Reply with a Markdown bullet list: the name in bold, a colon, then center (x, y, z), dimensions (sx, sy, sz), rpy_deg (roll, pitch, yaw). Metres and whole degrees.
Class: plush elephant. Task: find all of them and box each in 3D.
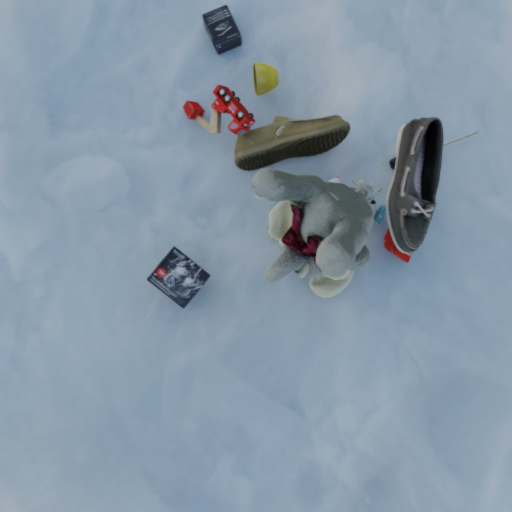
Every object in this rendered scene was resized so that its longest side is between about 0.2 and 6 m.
- **plush elephant**: center (0.952, -0.285, 9.860), dimensions (2.209, 2.682, 2.076), rpy_deg (46, 129, 16)

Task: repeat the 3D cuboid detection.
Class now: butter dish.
- **butter dish**: center (2.656, -0.298, 10.630), dimensions (0.519, 0.701, 0.703), rpy_deg (9, 77, 47)

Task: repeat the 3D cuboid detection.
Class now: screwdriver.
- **screwdriver**: center (3.480, -2.137, 10.938), dimensions (1.886, 0.263, 0.274), rpy_deg (-25, 114, 0)

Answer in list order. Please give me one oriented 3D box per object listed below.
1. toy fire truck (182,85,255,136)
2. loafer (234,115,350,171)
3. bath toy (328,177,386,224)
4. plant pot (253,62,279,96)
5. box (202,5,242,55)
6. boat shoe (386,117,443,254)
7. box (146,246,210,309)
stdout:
- **toy fire truck**: center (-0.716, -2.673, 10.625), dimensions (0.975, 0.337, 1.383), rpy_deg (-47, 68, 29)
- **loafer**: center (0.636, -2.305, 10.650), dimensions (2.299, 0.874, 0.775), rpy_deg (-14, 73, -1)
- **bath toy**: center (1.856, -1.075, 10.636), dimensions (1.295, 0.563, 0.478), rpy_deg (28, 60, -8)
- **plant pot**: center (0.194, -3.429, 10.803), dimensions (0.444, 0.626, 0.626), rpy_deg (-7, 83, -4)
- **box**: center (-0.681, -4.509, 11.185), dimensions (0.558, 0.393, 0.754), rpy_deg (-23, 83, -3)
- **boat shoe**: center (2.887, -1.304, 10.024), dimensions (0.833, 0.710, 2.492), rpy_deg (11, 80, -27)
- **box**: center (-1.429, 0.388, 10.332), dimensions (0.876, 0.456, 0.797), rpy_deg (39, 86, -8)
